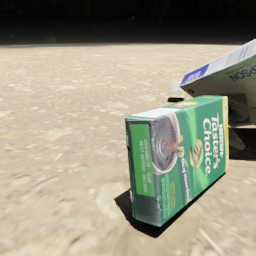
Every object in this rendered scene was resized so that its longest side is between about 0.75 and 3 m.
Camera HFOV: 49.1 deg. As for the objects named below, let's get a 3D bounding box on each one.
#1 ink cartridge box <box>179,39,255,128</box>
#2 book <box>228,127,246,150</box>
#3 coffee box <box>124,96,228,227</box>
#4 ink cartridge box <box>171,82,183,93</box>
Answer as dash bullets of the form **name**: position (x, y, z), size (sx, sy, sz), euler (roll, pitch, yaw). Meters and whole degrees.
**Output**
- **ink cartridge box**: position (3.118, -0.664, 6.755), size (2.914, 0.592, 2.909), euler (32, -14, -14)
- **book**: position (2.569, 0.150, 7.448), size (0.782, 0.281, 1.171), euler (24, 20, -6)
- **coffee box**: position (1.030, 0.355, 4.929), size (0.584, 1.633, 2.656), euler (4, 13, 40)
- **ink cartridge box**: position (2.063, -1.655, 11.265), size (0.626, 0.377, 0.861), euler (-9, 7, 15)
